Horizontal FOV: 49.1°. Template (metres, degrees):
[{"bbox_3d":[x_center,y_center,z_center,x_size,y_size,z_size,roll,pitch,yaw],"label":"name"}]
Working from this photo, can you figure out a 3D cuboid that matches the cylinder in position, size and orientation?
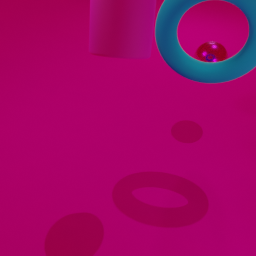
[{"bbox_3d":[-0.090,-1.529,4.082,0.931,0.931,0.931,4,19,-1],"label":"cylinder"}]

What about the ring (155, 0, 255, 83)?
[{"bbox_3d":[1.458,-1.637,4.892,2.007,2.007,0.401,11,48,12],"label":"ring"}]

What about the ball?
[{"bbox_3d":[2.016,-1.692,6.855,0.827,0.827,0.827,0,42,0],"label":"ball"}]
